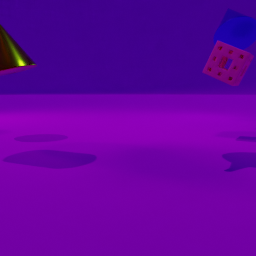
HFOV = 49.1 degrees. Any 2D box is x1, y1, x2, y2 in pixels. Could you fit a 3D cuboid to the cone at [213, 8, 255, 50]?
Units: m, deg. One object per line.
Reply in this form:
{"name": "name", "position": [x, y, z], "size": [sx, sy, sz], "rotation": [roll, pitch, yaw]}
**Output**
{"name": "cone", "position": [3.172, -3.235, 8.523], "size": [1.300, 1.305, 1.300], "rotation": [0, -32, 0]}

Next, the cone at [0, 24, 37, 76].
{"name": "cone", "position": [-2.942, -1.952, 6.707], "size": [1.186, 1.190, 1.186], "rotation": [-13, 10, 3]}

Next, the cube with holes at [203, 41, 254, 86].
{"name": "cube with holes", "position": [2.327, -1.478, 6.488], "size": [0.754, 0.754, 0.754], "rotation": [31, 22, 23]}
